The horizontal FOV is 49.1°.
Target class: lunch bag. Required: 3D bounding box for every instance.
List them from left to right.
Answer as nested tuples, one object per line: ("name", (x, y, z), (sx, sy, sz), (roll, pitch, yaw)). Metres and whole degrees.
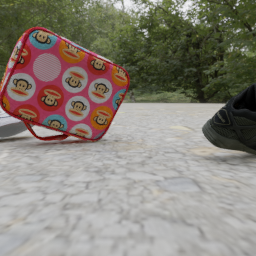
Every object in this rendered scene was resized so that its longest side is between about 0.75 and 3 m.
("lunch bag", (-1.328, -0.686, 5.799), (2.372, 2.089, 0.972), (23, 6, -29))

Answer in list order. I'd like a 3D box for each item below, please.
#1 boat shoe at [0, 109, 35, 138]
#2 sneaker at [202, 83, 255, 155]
("boat shoe", (-3.051, -0.203, 6.160), (0.815, 0.724, 2.214), (-34, -14, 32))
("sneaker", (2.089, -0.095, 4.396), (1.730, 0.991, 0.661), (10, 41, -27))
